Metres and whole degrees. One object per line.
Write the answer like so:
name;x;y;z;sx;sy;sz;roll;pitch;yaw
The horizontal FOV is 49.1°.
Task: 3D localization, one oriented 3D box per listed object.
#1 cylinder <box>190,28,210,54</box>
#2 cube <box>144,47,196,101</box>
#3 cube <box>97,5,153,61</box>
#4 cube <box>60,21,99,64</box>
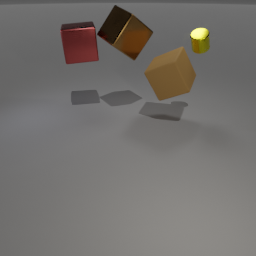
cylinder;2.808;-3.377;10.873;0.700;0.700;0.700;-9;53;12
cube;1.738;-2.178;11.325;1.400;1.400;1.400;-14;31;35
cube;-0.126;-3.895;11.521;1.400;1.400;1.400;22;18;-46
cube;-2.067;-3.679;12.031;1.400;1.400;1.400;-8;31;-7
